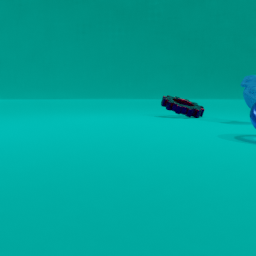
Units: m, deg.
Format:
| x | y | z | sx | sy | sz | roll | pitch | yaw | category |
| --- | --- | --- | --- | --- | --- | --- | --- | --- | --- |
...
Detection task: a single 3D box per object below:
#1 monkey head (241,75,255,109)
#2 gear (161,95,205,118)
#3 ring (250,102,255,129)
| x | y | z | sx | sy | sz | roll | pitch | yaw | category |
| --- | --- | --- | --- | --- | --- | --- | --- | --- | --- |
| 3.794 | -1.051 | 7.807 | 1.161 | 1.614 | 0.973 | -31 | -49 | 33 | monkey head |
| 2.090 | -0.838 | 10.740 | 1.638 | 0.303 | 1.638 | 13 | 20 | -5 | gear |
| 2.905 | -0.208 | 4.768 | 1.537 | 0.307 | 1.537 | -9 | 33 | 6 | ring |
